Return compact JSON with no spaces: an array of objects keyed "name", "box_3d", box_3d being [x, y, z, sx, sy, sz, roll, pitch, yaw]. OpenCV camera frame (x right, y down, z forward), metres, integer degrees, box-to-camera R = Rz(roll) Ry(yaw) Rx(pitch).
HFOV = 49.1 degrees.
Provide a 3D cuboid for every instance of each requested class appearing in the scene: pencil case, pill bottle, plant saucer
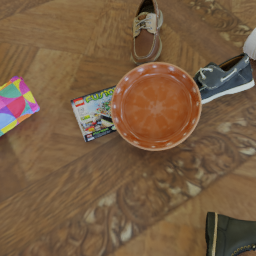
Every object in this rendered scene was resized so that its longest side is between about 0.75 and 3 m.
[{"name":"pencil case","box_3d":[-3.619,-0.263,7.265,2.698,1.192,1.192,-38,66,-20]},{"name":"pill bottle","box_3d":[4.781,-2.005,8.156,1.450,1.450,2.558,-33,64,-18]},{"name":"plant saucer","box_3d":[0.682,-0.541,7.017,2.242,0.362,2.242,-2,79,12]}]

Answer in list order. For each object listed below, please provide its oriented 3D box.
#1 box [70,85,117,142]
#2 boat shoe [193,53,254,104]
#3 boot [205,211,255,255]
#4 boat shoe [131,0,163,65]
[{"name":"box","box_3d":[-0.325,-0.576,7.897,2.311,0.401,1.272,-20,61,-12]},{"name":"boat shoe","box_3d":[2.164,-1.312,7.796,2.972,1.005,1.067,-20,25,-16]},{"name":"boot","box_3d":[2.206,2.604,5.766,1.152,0.645,1.665,4,59,10]},{"name":"boat shoe","box_3d":[0.526,-3.186,8.997,1.045,0.990,2.759,-7,55,18]}]
